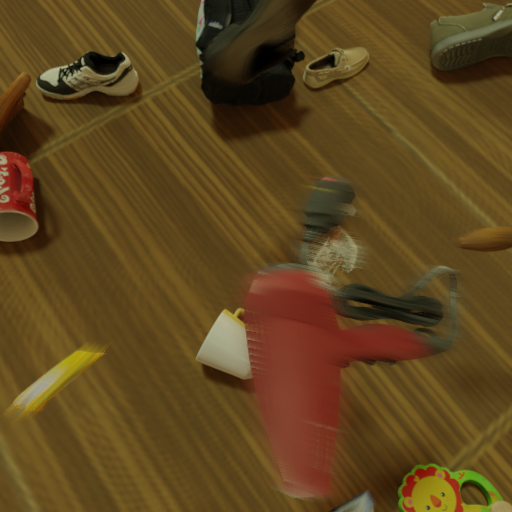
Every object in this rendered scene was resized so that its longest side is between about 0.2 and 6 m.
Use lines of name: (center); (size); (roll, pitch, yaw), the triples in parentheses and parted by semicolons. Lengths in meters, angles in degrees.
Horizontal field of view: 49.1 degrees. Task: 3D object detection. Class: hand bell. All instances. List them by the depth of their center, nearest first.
hand bell: (3.271, -0.259, 6.431); (1.748, 0.910, 0.910); (-8, 62, 20)

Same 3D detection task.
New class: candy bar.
candy bar: (-1.602, 0.990, 4.627); (0.258, 1.033, 0.115); (6, 106, 12)

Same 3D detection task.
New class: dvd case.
dvd case: (0.470, 3.077, 5.101); (1.437, 2.015, 0.177); (-35, 92, 12)

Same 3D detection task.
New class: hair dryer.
hair dryer: (0.940, 0.783, 5.192); (2.267, 0.809, 2.977); (39, 63, -9)

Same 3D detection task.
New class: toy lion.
toy lion: (2.703, 3.452, 7.829); (1.286, 0.442, 1.233); (-27, 59, -12)

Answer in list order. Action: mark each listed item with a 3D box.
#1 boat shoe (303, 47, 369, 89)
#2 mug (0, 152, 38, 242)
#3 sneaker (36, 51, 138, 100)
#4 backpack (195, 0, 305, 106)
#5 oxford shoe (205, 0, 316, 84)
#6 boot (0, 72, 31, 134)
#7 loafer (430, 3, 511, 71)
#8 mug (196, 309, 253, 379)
boat shoe: (1.639, -3.888, 11.279); (1.515, 0.492, 0.546); (-26, 67, -12)
mug: (-4.157, -1.103, 9.700); (1.205, 0.906, 1.358); (-22, 60, 12)
sneaker: (-3.360, -3.625, 10.949); (2.000, 0.877, 0.756); (-6, 66, -1)
backpack: (-0.365, -4.102, 10.791); (2.008, 1.523, 2.407); (-3, 67, -19)
oxford shoe: (0.275, -2.816, 7.064); (0.786, 0.677, 1.863); (37, 80, 24)
boot: (-4.592, -2.206, 9.713); (0.825, 2.270, 2.411); (37, 67, -15)
loafer: (4.923, -4.693, 11.295); (3.090, 1.162, 1.076); (-13, 69, -6)
mug: (-0.257, 1.333, 8.589); (0.909, 0.887, 1.107); (29, 74, 5)
